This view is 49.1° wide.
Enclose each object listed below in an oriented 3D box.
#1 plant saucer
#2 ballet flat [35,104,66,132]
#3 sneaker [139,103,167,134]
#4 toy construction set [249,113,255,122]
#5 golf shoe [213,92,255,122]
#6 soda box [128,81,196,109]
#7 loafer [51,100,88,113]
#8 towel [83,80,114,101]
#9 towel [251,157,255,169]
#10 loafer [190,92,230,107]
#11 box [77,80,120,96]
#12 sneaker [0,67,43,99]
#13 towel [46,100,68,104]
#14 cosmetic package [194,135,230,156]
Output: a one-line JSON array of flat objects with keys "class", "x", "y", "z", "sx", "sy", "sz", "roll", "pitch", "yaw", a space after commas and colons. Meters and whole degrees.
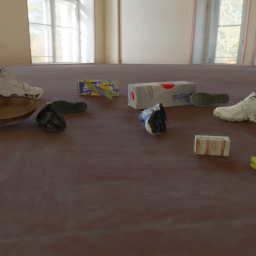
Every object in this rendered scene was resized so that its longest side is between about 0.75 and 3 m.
[{"class": "plant saucer", "x": -4.140, "y": -0.560, "z": 9.470, "sx": 2.218, "sy": 0.406, "sz": 2.218, "roll": -1, "pitch": 25, "yaw": 0}, {"class": "ballet flat", "x": -2.593, "y": -0.308, "z": 9.315, "sx": 0.661, "sy": 0.773, "sz": 2.328, "roll": 42, "pitch": -4, "yaw": -26}, {"class": "sneaker", "x": 0.746, "y": -0.207, "z": 8.751, "sx": 0.753, "sy": 0.740, "sz": 1.955, "roll": -19, "pitch": 10, "yaw": 17}, {"class": "toy construction set", "x": 4.332, "y": -0.194, "z": 9.074, "sx": 0.542, "sy": 0.381, "sz": 0.826, "roll": -9, "pitch": 29, "yaw": -28}, {"class": "golf shoe", "x": 4.114, "y": -0.750, "z": 9.744, "sx": 2.161, "sy": 1.051, "sz": 0.846, "roll": 4, "pitch": 19, "yaw": 18}, {"class": "soda box", "x": 1.510, "y": -1.487, "z": 12.369, "sx": 2.956, "sy": 1.009, "sz": 0.938, "roll": -6, "pitch": 17, "yaw": -22}, {"class": "loafer", "x": -2.357, "y": -0.810, "z": 11.163, "sx": 1.432, "sy": 0.514, "sz": 0.450, "roll": 1, "pitch": -5, "yaw": -22}, {"class": "towel", "x": -1.359, "y": -1.782, "z": 13.083, "sx": 1.470, "sy": 0.167, "sz": 1.056, "roll": 25, "pitch": -10, "yaw": 13}, {"class": "towel", "x": 3.908, "y": 0.840, "z": 5.742, "sx": 2.472, "sy": 0.223, "sz": 1.064, "roll": -2, "pitch": 21, "yaw": -10}, {"class": "loafer", "x": 3.570, "y": -1.250, "z": 12.444, "sx": 1.753, "sy": 0.659, "sz": 0.611, "roll": 2, "pitch": 3, "yaw": -6}, {"class": "box", "x": -1.571, "y": -2.207, "z": 15.264, "sx": 2.269, "sy": 0.795, "sz": 0.730, "roll": 2, "pitch": 16, "yaw": 6}, {"class": "sneaker", "x": -5.311, "y": -2.088, "z": 13.373, "sx": 1.047, "sy": 1.601, "sz": 2.786, "roll": 12, "pitch": 20, "yaw": 37}, {"class": "towel", "x": -2.898, "y": -0.936, "z": 11.564, "sx": 0.908, "sy": 0.388, "sz": 0.752, "roll": -9, "pitch": 18, "yaw": -29}, {"class": "cosmetic package", "x": 2.023, "y": 0.422, "z": 6.778, "sx": 0.786, "sy": 0.407, "sz": 0.343, "roll": 1, "pitch": 17, "yaw": 10}]
